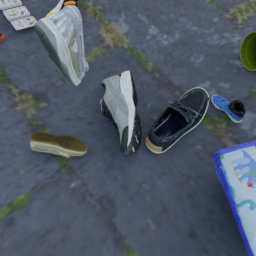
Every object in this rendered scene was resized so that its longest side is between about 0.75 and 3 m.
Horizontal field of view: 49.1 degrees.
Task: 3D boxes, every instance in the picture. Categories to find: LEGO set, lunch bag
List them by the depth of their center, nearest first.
[{"bbox_3d":[3.294,1.392,5.459,2.821,1.797,2.398,-6,62,-14],"label":"lunch bag"},{"bbox_3d":[-4.252,-3.295,8.843,2.322,0.570,1.735,-28,64,-26],"label":"LEGO set"}]

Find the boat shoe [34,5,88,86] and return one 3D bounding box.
[{"bbox_3d":[-0.802,-1.069,3.907,0.530,1.654,0.610,-40,82,-7],"label":"boat shoe"}]

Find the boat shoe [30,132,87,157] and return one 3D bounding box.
[{"bbox_3d":[-1.678,0.465,6.780,1.388,0.437,0.506,10,36,-2],"label":"boat shoe"}]

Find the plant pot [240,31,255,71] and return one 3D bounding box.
[{"bbox_3d":[3.932,-2.184,7.898,1.012,1.051,1.051,-8,61,-18],"label":"plant pot"}]

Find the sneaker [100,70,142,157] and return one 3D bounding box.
[{"bbox_3d":[-0.194,-0.343,6.986,0.965,0.899,2.433,-11,56,5],"label":"sneaker"}]

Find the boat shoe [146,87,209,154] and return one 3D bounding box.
[{"bbox_3d":[1.306,-0.296,6.983,0.843,0.703,2.259,39,67,21],"label":"boat shoe"}]

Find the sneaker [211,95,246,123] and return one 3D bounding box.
[{"bbox_3d":[2.610,-0.618,7.231,0.380,0.551,0.990,-32,66,-16],"label":"sneaker"}]

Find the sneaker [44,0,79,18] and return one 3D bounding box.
[{"bbox_3d":[-1.849,-3.579,8.834,0.859,0.667,1.909,29,66,1],"label":"sneaker"}]
